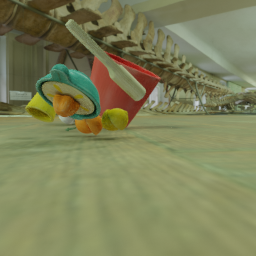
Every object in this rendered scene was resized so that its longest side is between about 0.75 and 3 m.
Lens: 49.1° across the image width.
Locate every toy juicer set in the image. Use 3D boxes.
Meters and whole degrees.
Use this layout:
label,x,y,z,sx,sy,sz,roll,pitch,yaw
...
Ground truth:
label,x,y,z,sx,sy,sz,roll,pitch,yaw
toy juicer set,-0.559,-0.309,3.800,1.403,0.600,2.205,29,-27,-18

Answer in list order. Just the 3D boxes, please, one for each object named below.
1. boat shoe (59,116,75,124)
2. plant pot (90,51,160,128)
label,x,y,z,sx,sy,sz,roll,pitch,yaw
boat shoe,-2.046,-0.705,9.792,1.100,0.998,2.990,35,-1,-7
plant pot,-0.259,-0.905,6.888,1.663,1.471,1.663,23,17,-7
